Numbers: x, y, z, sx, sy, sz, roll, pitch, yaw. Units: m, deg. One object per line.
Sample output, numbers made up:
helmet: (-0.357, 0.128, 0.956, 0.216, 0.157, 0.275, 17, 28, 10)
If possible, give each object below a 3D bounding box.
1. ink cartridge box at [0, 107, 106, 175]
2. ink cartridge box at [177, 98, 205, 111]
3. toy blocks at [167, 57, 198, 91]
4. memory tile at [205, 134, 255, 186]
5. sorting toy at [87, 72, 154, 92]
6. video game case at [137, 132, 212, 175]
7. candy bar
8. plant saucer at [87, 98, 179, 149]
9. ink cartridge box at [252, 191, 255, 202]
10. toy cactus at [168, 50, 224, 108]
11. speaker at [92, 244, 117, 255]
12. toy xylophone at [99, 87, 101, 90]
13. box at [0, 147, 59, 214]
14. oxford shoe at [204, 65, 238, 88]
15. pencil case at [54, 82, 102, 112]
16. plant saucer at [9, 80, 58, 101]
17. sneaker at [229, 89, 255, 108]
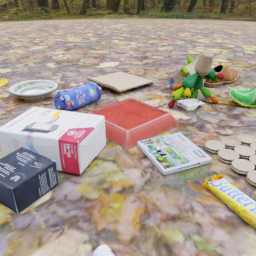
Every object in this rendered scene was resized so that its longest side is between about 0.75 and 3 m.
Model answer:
ink cartridge box: (-2.218, 0.290, 8.551, 2.621, 1.122, 1.934, 9, 27, 15)
ink cartridge box: (2.747, -1.038, 12.219, 0.941, 0.236, 0.757, -8, 28, -26)
toy blocks: (2.703, -2.523, 13.825, 1.619, 1.184, 2.369, -35, 1, 40)
memory tile: (3.713, 0.895, 8.386, 1.901, 0.208, 2.480, -10, 28, -19)
sorting toy: (-0.405, -2.384, 14.640, 2.678, 0.488, 2.479, -17, 31, -41)
video game case: (1.388, 0.737, 8.708, 1.631, 0.197, 1.790, -11, 30, -20)
candy bar: (2.805, 1.892, 6.315, 0.692, 0.307, 2.774, -13, 30, -24)
plant saucer: (0.042, -0.390, 10.605, 2.776, 0.509, 2.771, -23, 35, -37)
ink cartridge box: (3.534, 1.761, 6.492, 0.794, 0.362, 0.964, -13, 29, -25)
toy cactus: (3.080, -2.029, 11.934, 2.984, 2.462, 1.526, -18, 51, -22)
speaker: (-0.241, 2.516, 4.990, 0.379, 0.379, 0.934, -21, 33, -35)
toy xylophone: (-2.077, -1.751, 13.425, 1.462, 0.367, 1.070, -16, 30, -29)
box: (-2.703, 1.243, 7.043, 1.308, 0.781, 1.330, 17, 31, 29)
oxford shoe: (5.182, -2.955, 15.135, 1.017, 1.017, 2.852, 23, 33, 40)
pencil case: (-2.153, -1.354, 12.010, 0.859, 0.956, 2.200, -3, 18, 43)
plant saucer: (-4.390, -1.706, 13.142, 2.156, 0.541, 2.156, 0, 26, 0)
sneaker: (5.781, -1.441, 11.954, 2.724, 1.138, 1.009, 10, 29, 20)
